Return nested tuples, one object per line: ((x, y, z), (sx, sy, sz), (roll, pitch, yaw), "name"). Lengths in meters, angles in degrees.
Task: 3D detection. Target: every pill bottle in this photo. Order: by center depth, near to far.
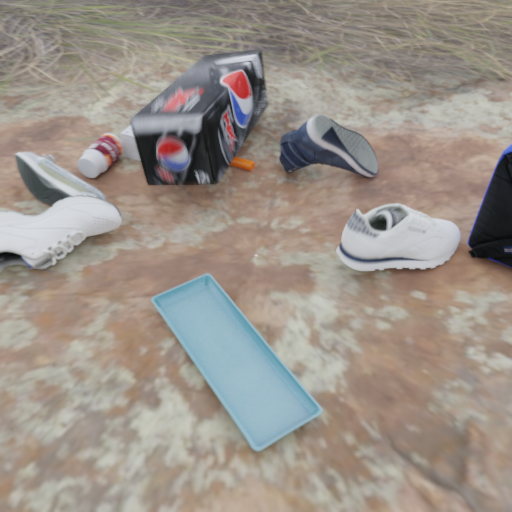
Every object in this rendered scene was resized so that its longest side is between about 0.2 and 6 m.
((-3.255, -2.091, 11.712), (0.565, 0.565, 0.989), (14, 45, 15), "pill bottle")

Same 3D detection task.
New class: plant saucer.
((-0.394, 1.437, 8.150), (1.082, 0.294, 3.095), (-24, 49, -24), "plant saucer")

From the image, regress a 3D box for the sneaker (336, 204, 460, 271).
((2.552, -0.389, 9.455), (2.430, 0.978, 0.928), (-8, 37, -25), "sneaker")

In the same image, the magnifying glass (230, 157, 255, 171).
((-0.878, -2.140, 12.074), (1.791, 0.201, 0.713), (17, 44, 20), "magnifying glass")

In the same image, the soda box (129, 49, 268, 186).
((-0.945, -2.978, 11.505), (1.501, 1.343, 4.241), (1, 35, 16), "soda box")

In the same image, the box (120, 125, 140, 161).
((-2.292, -2.513, 12.145), (0.912, 0.596, 0.908), (19, 46, 19), "box")

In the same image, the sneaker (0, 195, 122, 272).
((-3.549, -0.293, 9.722), (2.504, 0.933, 1.090), (-15, 58, -8), "sneaker")

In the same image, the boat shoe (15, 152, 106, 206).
((-3.874, -1.429, 10.904), (2.125, 0.783, 0.681), (30, 45, 23), "boat shoe")

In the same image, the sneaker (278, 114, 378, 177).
((1.411, -2.055, 11.534), (2.032, 1.468, 0.773), (26, 61, -31), "sneaker")

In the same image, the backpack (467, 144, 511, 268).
((5.299, -0.774, 9.156), (2.645, 2.149, 2.219), (29, 47, 28), "backpack")
